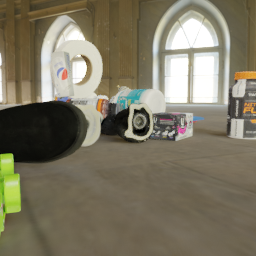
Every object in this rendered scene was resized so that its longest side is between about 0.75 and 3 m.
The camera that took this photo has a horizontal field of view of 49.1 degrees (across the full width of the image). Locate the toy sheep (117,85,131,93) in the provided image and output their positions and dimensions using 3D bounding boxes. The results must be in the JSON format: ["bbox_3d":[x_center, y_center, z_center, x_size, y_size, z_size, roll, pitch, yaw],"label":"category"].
[{"bbox_3d":[-0.175,-1.916,15.840,1.279,0.882,0.882,44,8,0],"label":"toy sheep"}]

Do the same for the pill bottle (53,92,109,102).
[{"bbox_3d":[-2.424,-1.145,14.639,2.709,1.518,1.518,1,6,17],"label":"pill bottle"}]

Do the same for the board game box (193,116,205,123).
[{"bbox_3d":[2.910,-0.313,13.026,1.287,0.251,1.017,-8,13,-20],"label":"board game box"}]

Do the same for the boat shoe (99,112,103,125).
[{"bbox_3d":[-2.110,-0.263,9.428,2.488,0.887,0.749,-1,9,18],"label":"boat shoe"}]

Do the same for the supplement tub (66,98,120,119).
[{"bbox_3d":[-1.483,-0.655,11.791,2.217,1.185,1.185,1,6,9],"label":"supplement tub"}]

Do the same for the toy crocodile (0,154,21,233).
[{"bbox_3d":[-1.476,0.675,2.909,0.638,0.583,1.889,-4,12,-25],"label":"toy crocodile"}]

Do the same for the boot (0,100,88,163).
[{"bbox_3d":[-2.306,0.164,4.328,2.915,1.097,2.179,-9,-3,13],"label":"boot"}]

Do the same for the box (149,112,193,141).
[{"bbox_3d":[1.335,-0.088,8.434,0.885,0.769,1.340,4,7,33],"label":"box"}]

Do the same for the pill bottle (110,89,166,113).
[{"bbox_3d":[0.364,-1.161,14.405,2.921,1.618,1.618,5,8,45],"label":"pill bottle"}]

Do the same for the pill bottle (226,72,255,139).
[{"bbox_3d":[3.552,-0.695,8.450,1.045,1.968,1.045,0,6,0],"label":"pill bottle"}]

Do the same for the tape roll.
[{"bbox_3d":[-2.352,-2.738,13.151,0.507,2.773,2.773,20,17,39],"label":"tape roll"}]

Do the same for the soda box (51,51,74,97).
[{"bbox_3d":[-2.421,-1.979,10.427,0.521,1.643,0.561,-4,7,11],"label":"soda box"}]

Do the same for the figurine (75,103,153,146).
[{"bbox_3d":[-0.895,-0.044,7.966,2.435,1.048,2.376,-3,-2,-25],"label":"figurine"}]
